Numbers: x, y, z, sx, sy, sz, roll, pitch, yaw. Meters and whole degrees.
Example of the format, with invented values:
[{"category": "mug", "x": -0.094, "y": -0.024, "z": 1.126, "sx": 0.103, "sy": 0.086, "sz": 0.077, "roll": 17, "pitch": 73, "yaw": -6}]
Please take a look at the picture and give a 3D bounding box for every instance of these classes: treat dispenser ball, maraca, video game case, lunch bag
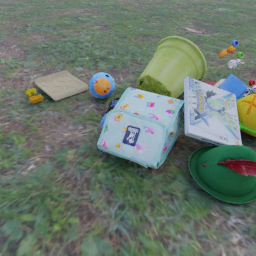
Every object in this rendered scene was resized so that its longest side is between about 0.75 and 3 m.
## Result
[{"category": "treat dispenser ball", "x": -1.244, "y": -2.039, "z": 13.479, "sx": 1.235, "sy": 1.235, "sz": 1.235, "roll": 0, "pitch": 35, "yaw": 0}, {"category": "maraca", "x": 4.889, "y": -0.500, "z": 10.945, "sx": 2.916, "sy": 1.560, "sz": 1.999, "roll": 0, "pitch": 49, "yaw": 0}, {"category": "video game case", "x": 3.043, "y": -0.541, "z": 10.128, "sx": 2.228, "sy": 0.269, "sz": 2.444, "roll": 16, "pitch": 57, "yaw": -17}, {"category": "lunch bag", "x": 0.508, "y": 0.040, "z": 10.142, "sx": 2.408, "sy": 1.724, "sz": 2.827, "roll": 18, "pitch": 49, "yaw": 21}]

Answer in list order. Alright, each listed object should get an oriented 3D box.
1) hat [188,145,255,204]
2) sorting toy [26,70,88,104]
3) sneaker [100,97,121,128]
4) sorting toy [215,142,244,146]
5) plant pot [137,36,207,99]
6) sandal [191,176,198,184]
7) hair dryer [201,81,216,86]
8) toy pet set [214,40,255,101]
[{"category": "hat", "x": 3.363, "y": 0.679, "z": 8.325, "sx": 2.316, "sy": 2.462, "sz": 2.796, "roll": -29, "pitch": 52, "yaw": -32}, {"category": "sorting toy", "x": -3.788, "y": -2.005, "z": 14.225, "sx": 2.936, "sy": 0.393, "sz": 2.187, "roll": -25, "pitch": 47, "yaw": -31}, {"category": "sneaker", "x": -0.475, "y": -0.670, "z": 11.877, "sx": 1.035, "sy": 0.932, "sz": 2.657, "roll": 19, "pitch": 32, "yaw": 27}, {"category": "sorting toy", "x": 3.671, "y": 0.331, "z": 10.623, "sx": 0.910, "sy": 0.622, "sz": 1.515, "roll": -28, "pitch": 44, "yaw": -34}, {"category": "plant pot", "x": 1.815, "y": -2.364, "z": 12.964, "sx": 2.747, "sy": 2.747, "sz": 2.526, "roll": 23, "pitch": 57, "yaw": 29}, {"category": "sandal", "x": 2.904, "y": 1.585, "z": 9.072, "sx": 1.654, "sy": 0.354, "sz": 0.629, "roll": 6, "pitch": 36, "yaw": 8}, {"category": "hair dryer", "x": 3.855, "y": -2.395, "z": 14.635, "sx": 1.774, "sy": 0.482, "sz": 1.351, "roll": 18, "pitch": 38, "yaw": 23}, {"category": "toy pet set", "x": 5.084, "y": -2.302, "z": 12.806, "sx": 2.425, "sy": 2.597, "sz": 1.379, "roll": -42, "pitch": 24, "yaw": -10}]
